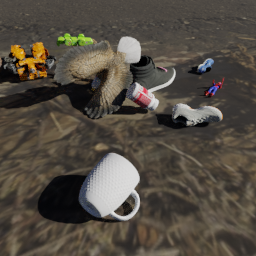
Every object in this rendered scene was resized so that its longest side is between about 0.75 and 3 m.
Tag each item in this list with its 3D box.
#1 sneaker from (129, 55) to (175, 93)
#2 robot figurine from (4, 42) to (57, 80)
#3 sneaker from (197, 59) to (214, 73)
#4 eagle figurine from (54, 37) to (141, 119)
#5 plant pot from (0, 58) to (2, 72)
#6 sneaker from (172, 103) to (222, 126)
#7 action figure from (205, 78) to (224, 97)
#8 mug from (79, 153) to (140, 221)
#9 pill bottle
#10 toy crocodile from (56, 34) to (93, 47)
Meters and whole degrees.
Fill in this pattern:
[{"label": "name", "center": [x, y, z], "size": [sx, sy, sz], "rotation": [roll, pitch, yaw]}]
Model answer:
[{"label": "sneaker", "center": [1.044, -2.309, 11.167], "size": [0.956, 1.341, 2.704], "rotation": [30, 45, 35]}, {"label": "robot figurine", "center": [-4.332, -3.001, 12.454], "size": [2.152, 0.864, 2.968], "rotation": [-12, 39, -15]}, {"label": "sneaker", "center": [3.544, -2.710, 12.511], "size": [0.480, 0.423, 1.076], "rotation": [33, 56, 26]}, {"label": "eagle figurine", "center": [-0.924, -2.014, 10.229], "size": [2.271, 2.259, 2.993], "rotation": [11, 33, 14]}, {"label": "plant pot", "center": [-6.104, -2.475, 11.302], "size": [1.659, 1.659, 1.643], "rotation": [10, 31, 13]}, {"label": "sneaker", "center": [2.248, -0.311, 9.281], "size": [1.653, 0.626, 0.760], "rotation": [6, 45, 20]}, {"label": "action figure", "center": [3.435, -1.675, 11.032], "size": [0.362, 0.549, 1.109], "rotation": [25, 42, 28]}, {"label": "mug", "center": [-0.367, 1.521, 6.588], "size": [1.444, 1.066, 1.266], "rotation": [41, 56, 2]}, {"label": "pill bottle", "center": [0.516, -1.045, 9.714], "size": [1.074, 0.603, 0.603], "rotation": [31, 30, -25]}, {"label": "toy crocodile", "center": [-1.538, -2.500, 8.104], "size": [1.041, 0.321, 0.351], "rotation": [-6, 47, -20]}]
